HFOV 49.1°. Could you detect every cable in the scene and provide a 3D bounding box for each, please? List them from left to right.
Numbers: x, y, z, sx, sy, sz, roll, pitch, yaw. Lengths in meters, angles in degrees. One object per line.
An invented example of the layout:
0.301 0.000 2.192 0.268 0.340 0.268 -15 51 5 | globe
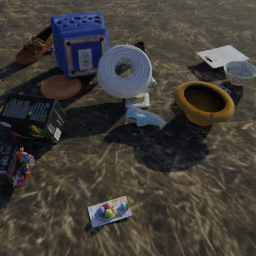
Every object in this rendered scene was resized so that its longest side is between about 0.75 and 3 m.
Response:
-0.153 -2.474 12.340 2.405 0.833 2.405 -22 77 -7 | cable

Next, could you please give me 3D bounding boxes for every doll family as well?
-3.352 1.290 9.086 0.582 1.291 0.801 11 0 -41 | doll family

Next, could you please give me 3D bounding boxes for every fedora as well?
2.961 -0.857 11.292 2.485 1.013 2.485 3 47 -3 | fedora

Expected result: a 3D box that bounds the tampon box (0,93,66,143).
-3.432 -0.352 10.239 1.832 1.373 1.156 8 67 10 | tampon box

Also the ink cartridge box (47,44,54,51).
-4.580 -4.911 16.249 1.365 0.296 1.352 -6 45 -5 | ink cartridge box

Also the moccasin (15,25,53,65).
-4.836 -4.497 15.001 1.078 1.138 2.947 35 64 19 | moccasin

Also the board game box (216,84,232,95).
4.102 -1.743 12.802 0.910 0.281 0.909 -28 50 -27 | board game box

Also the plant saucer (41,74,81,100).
-3.132 -1.989 13.065 1.864 0.301 1.864 0 43 0 | plant saucer

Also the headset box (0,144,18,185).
-4.374 1.279 9.271 1.106 0.574 1.487 -5 44 -5 | headset box

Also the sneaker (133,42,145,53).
0.417 -4.443 15.346 0.587 0.834 1.570 -31 51 -30 | sneaker

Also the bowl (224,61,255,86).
5.256 -2.494 13.300 1.530 0.718 1.530 0 42 0 | bowl

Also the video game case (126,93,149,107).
0.416 -1.237 12.367 1.019 0.117 0.927 0 42 1 | video game case

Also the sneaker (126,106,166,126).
0.666 -0.290 11.122 1.639 0.606 0.672 22 77 16 | sneaker

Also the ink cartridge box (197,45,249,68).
4.938 -3.609 14.749 2.117 0.604 1.721 -19 45 -10 | ink cartridge box

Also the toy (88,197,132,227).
-0.545 2.402 8.262 1.189 0.281 0.684 -12 43 -13 | toy

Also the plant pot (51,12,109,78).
-2.175 -3.852 13.367 2.542 2.542 2.285 -11 41 -14 | plant pot
